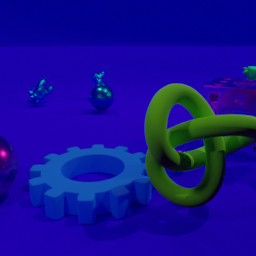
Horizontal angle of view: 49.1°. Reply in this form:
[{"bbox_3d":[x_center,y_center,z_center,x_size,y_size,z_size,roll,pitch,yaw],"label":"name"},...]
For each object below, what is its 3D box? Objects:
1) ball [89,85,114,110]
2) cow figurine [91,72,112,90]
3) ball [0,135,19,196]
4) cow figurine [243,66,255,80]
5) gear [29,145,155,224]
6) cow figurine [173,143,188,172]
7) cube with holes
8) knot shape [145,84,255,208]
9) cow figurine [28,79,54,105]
[{"bbox_3d":[-0.840,-0.970,8.962,0.795,0.795,0.795,0,18,0],"label":"ball"},{"bbox_3d":[-0.990,-1.639,10.766,1.046,0.574,1.029,36,41,-10],"label":"cow figurine"},{"bbox_3d":[-2.136,0.552,4.019,1.055,1.055,1.055,0,18,0],"label":"ball"},{"bbox_3d":[3.832,-1.257,8.540,0.633,1.153,1.135,-17,56,-33],"label":"cow figurine"},{"bbox_3d":[-0.546,0.772,4.442,1.907,0.353,1.907,-1,18,0],"label":"gear"},{"bbox_3d":[0.757,0.431,4.735,0.528,0.963,0.947,-10,29,23],"label":"cow figurine"},{"bbox_3d":[2.464,-0.292,6.110,1.378,1.378,1.378,10,20,28],"label":"cube with holes"},{"bbox_3d":[0.943,0.193,3.486,1.476,1.577,0.729,-12,28,-3],"label":"knot shape"},{"bbox_3d":[-3.236,-1.235,10.149,1.222,0.671,1.202,-26,27,43],"label":"cow figurine"}]
